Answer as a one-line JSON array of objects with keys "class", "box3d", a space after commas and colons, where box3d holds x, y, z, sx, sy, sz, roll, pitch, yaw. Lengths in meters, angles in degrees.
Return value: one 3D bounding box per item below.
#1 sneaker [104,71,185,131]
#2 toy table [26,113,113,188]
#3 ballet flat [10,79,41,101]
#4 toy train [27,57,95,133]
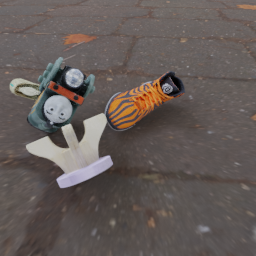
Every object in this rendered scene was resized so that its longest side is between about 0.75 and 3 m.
[{"class": "sneaker", "box3d": [0.518, -0.827, 7.064, 2.417, 0.938, 1.354, -39, 10, -39]}, {"class": "toy table", "box3d": [-0.916, 0.425, 4.924, 1.437, 0.915, 1.563, -24, 1, -25]}, {"class": "ballet flat", "box3d": [-2.340, -0.915, 7.658, 1.682, 0.584, 0.584, 12, 25, -30]}, {"class": "toy train", "box3d": [-1.551, -0.590, 6.115, 1.049, 1.402, 2.461, 26, -11, -22]}]
